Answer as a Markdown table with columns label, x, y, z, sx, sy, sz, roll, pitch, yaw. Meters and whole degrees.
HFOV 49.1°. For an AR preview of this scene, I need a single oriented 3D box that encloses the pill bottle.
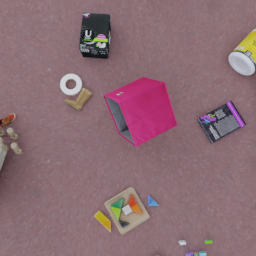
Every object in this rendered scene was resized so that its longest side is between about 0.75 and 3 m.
| label | x | y | z | sx | sy | sz | roll | pitch | yaw |
| --- | --- | --- | --- | --- | --- | --- | --- | --- | --- |
| pill bottle | 5.031 | -3.141 | 10.966 | 1.153 | 1.153 | 2.059 | 43 | 83 | 6 |

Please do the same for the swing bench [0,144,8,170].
| label | x | y | z | sx | sy | sz | roll | pitch | yaw |
| --- | --- | --- | --- | --- | --- | --- | --- | --- | --- |
| swing bench | -5.536 | 1.519 | 9.967 | 2.050 | 1.330 | 2.039 | 13 | 66 | -1 |

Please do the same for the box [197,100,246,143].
| label | x | y | z | sx | sy | sz | roll | pitch | yaw |
| --- | --- | --- | --- | --- | --- | --- | --- | --- | --- |
| box | 3.644 | -0.236 | 10.953 | 1.552 | 0.280 | 1.110 | -28 | 82 | -5 |

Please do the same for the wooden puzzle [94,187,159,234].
| label | x | y | z | sx | sy | sz | roll | pitch | yaw |
| --- | --- | --- | --- | --- | --- | --- | --- | --- | --- |
| wooden puzzle | -0.051 | 3.092 | 10.442 | 2.174 | 0.254 | 1.467 | -37 | 83 | -6 |

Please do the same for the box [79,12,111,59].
| label | x | y | z | sx | sy | sz | roll | pitch | yaw |
| --- | --- | --- | --- | --- | --- | --- | --- | --- | --- |
| box | -1.280 | -3.658 | 11.150 | 1.110 | 0.929 | 1.494 | 5 | 81 | 1 |

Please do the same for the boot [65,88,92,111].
| label | x | y | z | sx | sy | sz | roll | pitch | yaw |
| --- | --- | --- | --- | --- | --- | --- | --- | --- | --- |
| boot | -1.972 | -1.211 | 11.112 | 0.772 | 0.292 | 0.882 | 32 | 83 | -8 |

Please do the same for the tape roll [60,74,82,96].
| label | x | y | z | sx | sy | sz | roll | pitch | yaw |
| --- | --- | --- | --- | --- | --- | --- | --- | --- | --- |
| tape roll | -2.274 | -1.738 | 11.242 | 0.881 | 0.161 | 0.881 | 0 | 81 | 0 |

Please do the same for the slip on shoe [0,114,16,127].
| label | x | y | z | sx | sy | sz | roll | pitch | yaw |
| --- | --- | --- | --- | --- | --- | --- | --- | --- | --- |
| slip on shoe | -4.775 | -0.313 | 10.982 | 0.783 | 0.240 | 0.290 | -31 | 81 | -6 |

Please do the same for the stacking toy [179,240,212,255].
| label | x | y | z | sx | sy | sz | roll | pitch | yaw |
| --- | --- | --- | --- | --- | --- | --- | --- | --- | --- |
| stacking toy | 2.487 | 4.600 | 10.204 | 1.297 | 0.305 | 0.978 | -3 | 83 | -2 |

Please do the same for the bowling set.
| label | x | y | z | sx | sy | sz | roll | pitch | yaw |
| --- | --- | --- | --- | --- | --- | --- | --- | --- | --- |
| bowling set | -4.631 | 0.281 | 10.695 | 1.688 | 0.906 | 1.175 | 18 | 63 | 4 |

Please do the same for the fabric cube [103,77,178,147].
| label | x | y | z | sx | sy | sz | roll | pitch | yaw |
| --- | --- | --- | --- | --- | --- | --- | --- | --- | --- |
| fabric cube | 0.390 | -0.611 | 9.339 | 1.632 | 1.606 | 1.637 | -27 | 113 | -13 |
